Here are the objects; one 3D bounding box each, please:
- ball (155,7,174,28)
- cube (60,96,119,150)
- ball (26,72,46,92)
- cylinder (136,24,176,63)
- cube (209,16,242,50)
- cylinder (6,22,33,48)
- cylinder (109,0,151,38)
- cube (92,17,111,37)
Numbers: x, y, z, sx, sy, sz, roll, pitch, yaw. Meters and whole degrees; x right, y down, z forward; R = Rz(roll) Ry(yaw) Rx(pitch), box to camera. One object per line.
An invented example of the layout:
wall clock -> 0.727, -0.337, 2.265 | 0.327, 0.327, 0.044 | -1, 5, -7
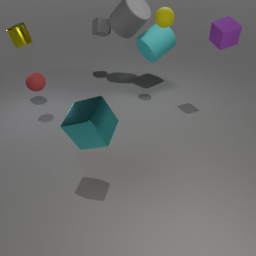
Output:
ball -> 1.307, -3.941, 10.008 | 0.700, 0.700, 0.700 | 0, 32, 0
cube -> -0.716, -0.087, 5.393 | 0.700, 0.700, 0.700 | -9, 42, 30
ball -> -3.346, -1.674, 10.160 | 0.700, 0.700, 0.700 | 0, 32, 0
cylinder -> 1.339, -4.101, 13.413 | 1.400, 1.400, 1.400 | -40, 43, -8
cube -> 3.209, -3.143, 9.284 | 0.700, 0.700, 0.700 | -22, 55, -10
cylinder -> -3.980, -3.405, 10.296 | 0.700, 0.700, 0.700 | -14, 34, 9
cylinder -> 0.081, -5.028, 12.608 | 1.400, 1.400, 1.400 | -36, 3, -43
cube -> -1.289, -4.925, 13.671 | 0.700, 0.700, 0.700 | 1, 4, -31
